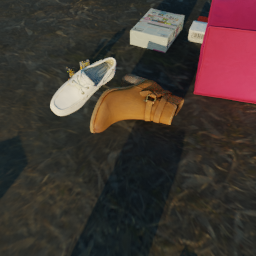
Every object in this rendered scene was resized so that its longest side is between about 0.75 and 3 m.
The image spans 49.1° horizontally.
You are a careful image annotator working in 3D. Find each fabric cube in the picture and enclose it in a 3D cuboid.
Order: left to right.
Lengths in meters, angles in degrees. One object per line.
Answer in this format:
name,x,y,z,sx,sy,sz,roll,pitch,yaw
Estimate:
fabric cube,3.909,-2.751,9.586,2.659,2.711,2.702,11,50,9

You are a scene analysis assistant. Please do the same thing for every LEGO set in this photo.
LEGO set,-1.687,-2.061,10.315,1.126,0.652,0.866,-18,49,-16

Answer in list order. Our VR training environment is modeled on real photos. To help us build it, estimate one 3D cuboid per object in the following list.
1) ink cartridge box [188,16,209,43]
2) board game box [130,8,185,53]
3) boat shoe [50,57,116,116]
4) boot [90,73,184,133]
ink cartridge box,4.023,-4.623,12.771,2.030,0.599,2.536,16,50,14
board game box,1.330,-4.383,12.458,1.698,0.740,2.301,20,51,17
boat shoe,-1.021,-1.048,6.486,0.671,0.657,1.896,45,71,-2
boot,0.327,-0.492,8.742,2.166,1.070,2.790,28,48,16
